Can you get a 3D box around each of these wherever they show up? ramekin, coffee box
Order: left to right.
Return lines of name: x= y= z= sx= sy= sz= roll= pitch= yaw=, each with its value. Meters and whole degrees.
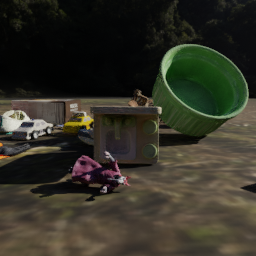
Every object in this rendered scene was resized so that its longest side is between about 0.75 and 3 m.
coffee box: x=-3.292 y=-0.673 z=11.436 sx=2.418 sy=0.965 sz=1.367 roll=2 pitch=8 yaw=15
ramekin: x=2.012 y=-1.063 z=8.347 sx=2.670 sy=2.670 sz=1.304 roll=-2 pitch=-29 yaw=-18

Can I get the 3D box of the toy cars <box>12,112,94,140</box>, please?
toy cars: x=-2.133 y=-0.133 z=8.470 sx=2.679 sy=0.593 sz=1.201 roll=-8 pitch=12 yaw=-28

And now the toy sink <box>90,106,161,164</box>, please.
toy sink: x=-0.030 y=0.116 z=5.466 sx=1.208 sy=1.039 sz=1.854 roll=0 pitch=3 yaw=0

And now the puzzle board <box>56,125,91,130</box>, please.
puzzle board: x=-1.664 y=-0.034 z=9.933 sx=1.466 sy=0.128 sz=1.105 roll=5 pitch=10 yaw=37

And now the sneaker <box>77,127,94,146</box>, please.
sneaker: x=-0.367 y=0.031 z=6.906 sx=1.838 sy=0.793 sz=0.713 roll=2 pitch=8 yaw=15

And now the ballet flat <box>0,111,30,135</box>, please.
ballet flat: x=-3.783 y=-0.262 z=9.481 sx=0.737 sy=0.737 sz=2.124 roll=0 pitch=8 yaw=1

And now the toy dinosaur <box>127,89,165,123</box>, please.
toy dinosaur: x=1.104 y=-0.883 z=12.385 sx=2.981 sy=1.280 sz=2.021 roll=5 pitch=1 yaw=0

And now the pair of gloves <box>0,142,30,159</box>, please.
pair of gloves: x=-2.917 y=0.463 z=6.114 sx=1.345 sy=0.166 sz=1.198 roll=3 pitch=8 yaw=18

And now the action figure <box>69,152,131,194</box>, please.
action figure: x=-0.368 y=0.706 z=3.927 sx=0.864 sy=0.579 sz=0.644 roll=14 pitch=-32 yaw=14
